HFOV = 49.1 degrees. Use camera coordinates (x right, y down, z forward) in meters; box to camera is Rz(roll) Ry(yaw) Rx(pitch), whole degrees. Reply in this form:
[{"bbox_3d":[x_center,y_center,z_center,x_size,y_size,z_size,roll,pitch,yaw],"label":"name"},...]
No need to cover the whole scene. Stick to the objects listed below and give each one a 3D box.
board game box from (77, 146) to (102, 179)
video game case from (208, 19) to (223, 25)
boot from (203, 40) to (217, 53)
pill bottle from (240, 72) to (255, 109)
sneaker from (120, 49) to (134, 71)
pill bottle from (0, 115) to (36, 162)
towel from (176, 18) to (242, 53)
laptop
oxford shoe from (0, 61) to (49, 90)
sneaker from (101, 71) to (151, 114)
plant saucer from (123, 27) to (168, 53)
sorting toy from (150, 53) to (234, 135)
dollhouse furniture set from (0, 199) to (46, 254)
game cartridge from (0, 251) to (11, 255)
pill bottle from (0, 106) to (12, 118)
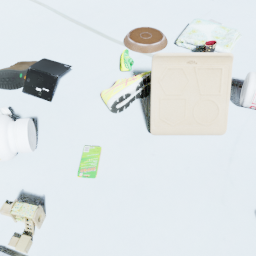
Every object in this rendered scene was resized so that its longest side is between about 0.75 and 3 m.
[{"bbox_3d":[-1.285,1.161,9.437,0.625,0.196,1.309,3,45,4],"label":"board game box"},{"bbox_3d":[4.907,-5.998,16.175,0.801,0.101,0.879,-33,56,-27],"label":"video game case"},{"bbox_3d":[3.579,-3.425,13.099,1.427,1.074,0.522,-25,52,-22],"label":"boot"},{"bbox_3d":[5.812,-1.281,10.862,2.530,1.420,1.420,13,48,11],"label":"pill bottle"},{"bbox_3d":[-0.041,-3.166,13.307,0.633,0.561,1.515,10,50,-9],"label":"sneaker"},{"bbox_3d":[-4.585,0.382,9.221,2.812,1.565,1.565,-5,47,-5],"label":"pill bottle"},{"bbox_3d":[4.266,-4.725,14.593,2.810,0.677,2.405,22,50,20],"label":"towel"},{"bbox_3d":[-3.503,-2.120,12.125,1.549,1.748,0.903,18,5,17],"label":"laptop"},{"bbox_3d":[-4.853,-2.366,12.265,2.669,0.970,1.127,-16,46,-31],"label":"oxford shoe"},{"bbox_3d":[0.057,-1.732,11.551,2.733,1.068,1.234,-31,52,-25],"label":"sneaker"},{"bbox_3d":[0.934,-4.752,14.815,2.377,0.409,2.377,-1,46,1],"label":"plant saucer"},{"bbox_3d":[2.166,-1.135,9.830,2.740,2.960,0.540,0,19,0],"label":"sorting toy"},{"bbox_3d":[-3.179,2.624,7.684,1.324,0.736,1.171,11,48,10],"label":"dollhouse furniture set"},{"bbox_3d":[-3.024,3.710,7.023,1.305,0.271,0.869,14,44,13],"label":"game cartridge"},{"bbox_3d":[-4.997,-0.287,10.440,0.682,0.682,1.232,33,55,27],"label":"pill bottle"}]
